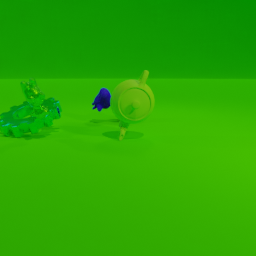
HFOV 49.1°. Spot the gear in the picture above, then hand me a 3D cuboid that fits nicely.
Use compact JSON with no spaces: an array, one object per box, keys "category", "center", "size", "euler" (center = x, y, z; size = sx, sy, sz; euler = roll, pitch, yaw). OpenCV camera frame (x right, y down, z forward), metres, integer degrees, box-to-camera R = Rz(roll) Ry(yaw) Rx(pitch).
[{"category":"gear","center":[-2.873,-0.363,8.241],"size":[1.799,0.333,1.799],"euler":[-9,30,5]}]

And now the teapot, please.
[{"category":"teapot","center":[0.118,-0.599,7.334],"size":[1.191,1.916,0.938],"euler":[20,8,-11]}]

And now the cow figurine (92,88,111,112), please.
[{"category":"cow figurine","center":[-0.371,-0.799,9.996],"size":[1.587,1.612,0.885],"euler":[-28,32,9]}]

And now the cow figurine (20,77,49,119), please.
[{"category":"cow figurine","center":[-2.380,-0.727,7.174],"size":[0.530,0.965,0.950],"euler":[-29,-6,-22]}]
